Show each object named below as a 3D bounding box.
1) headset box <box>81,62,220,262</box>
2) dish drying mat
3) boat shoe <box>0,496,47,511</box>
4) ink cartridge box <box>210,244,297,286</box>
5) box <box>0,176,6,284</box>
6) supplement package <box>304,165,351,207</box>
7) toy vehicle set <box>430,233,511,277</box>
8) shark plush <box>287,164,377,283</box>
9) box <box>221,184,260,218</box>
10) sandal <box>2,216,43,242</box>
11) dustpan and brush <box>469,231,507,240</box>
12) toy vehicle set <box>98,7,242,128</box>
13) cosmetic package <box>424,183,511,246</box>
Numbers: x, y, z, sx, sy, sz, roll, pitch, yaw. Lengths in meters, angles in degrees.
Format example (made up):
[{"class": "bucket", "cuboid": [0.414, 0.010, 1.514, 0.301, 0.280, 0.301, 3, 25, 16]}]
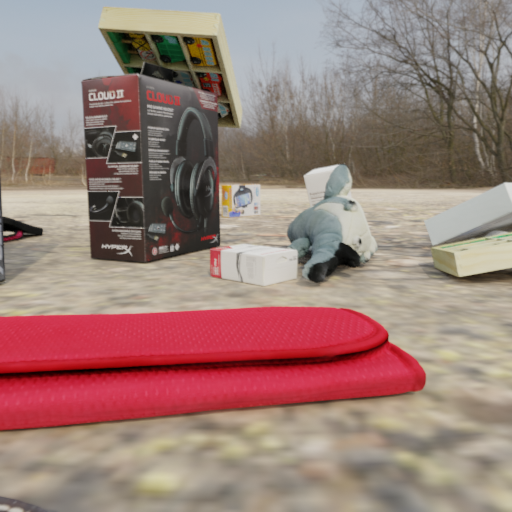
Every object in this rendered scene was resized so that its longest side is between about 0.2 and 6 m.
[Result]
[{"class": "headset box", "cuboid": [-1.789, -1.709, 10.153, 1.289, 3.337, 2.483, 4, 9, 26]}, {"class": "dish drying mat", "cuboid": [-1.323, 0.693, 4.009, 4.643, 0.423, 1.783, -2, 8, -11]}, {"class": "boat shoe", "cuboid": [-1.894, 0.833, 1.484, 2.771, 0.898, 0.997, 0, 9, 2]}, {"class": "ink cartridge box", "cuboid": [-0.036, 0.113, 7.861, 1.028, 0.426, 0.754, 8, 12, 42]}, {"class": "box", "cuboid": [-4.846, -1.121, 7.235, 3.045, 3.068, 0.762, 3, 9, 11]}, {"class": "supplement package", "cuboid": [1.824, -1.416, 13.764, 0.876, 1.463, 0.887, -8, 14, 24]}, {"class": "toy vehicle set", "cuboid": [3.886, -0.154, 7.895, 2.499, 0.331, 1.553, -11, 2, 6]}, {"class": "shark plush", "cuboid": [1.099, -0.076, 8.918, 1.512, 1.650, 3.631, -20, 24, 13]}, {"class": "box", "cuboid": [-0.421, -1.869, 18.880, 0.372, 1.067, 1.792, 8, 12, 44]}, {"class": "sandal", "cuboid": [-5.529, -0.522, 12.122, 0.983, 0.590, 2.619, 7, -5, 12]}, {"class": "dustpan and brush", "cuboid": [5.625, -0.330, 9.701, 3.736, 1.069, 2.608, 16, 6, 40]}, {"class": "toy vehicle set", "cuboid": [-1.473, -3.505, 10.860, 2.049, 0.437, 3.298, 6, -13, 7]}, {"class": "cosmetic package", "cuboid": [4.732, -0.804, 10.987, 2.344, 0.606, 1.768, -5, -19, -40]}]
